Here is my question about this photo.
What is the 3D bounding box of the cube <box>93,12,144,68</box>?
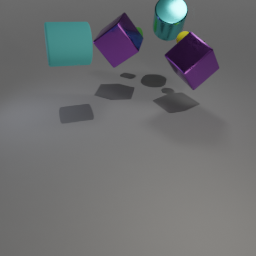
[{"bbox_3d":[-0.371,-3.705,11.844,1.400,1.400,1.400,-26,29,30],"label":"cube"}]

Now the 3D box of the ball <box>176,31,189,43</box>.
[{"bbox_3d":[2.411,-3.743,11.912,0.700,0.700,0.700,0,32,0],"label":"ball"}]

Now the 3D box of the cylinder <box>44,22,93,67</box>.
[{"bbox_3d":[-1.993,-2.786,9.321,1.400,1.400,1.400,-7,33,-16],"label":"cylinder"}]

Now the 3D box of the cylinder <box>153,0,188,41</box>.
[{"bbox_3d":[1.844,-4.860,12.484,1.400,1.400,1.400,0,-13,1],"label":"cylinder"}]

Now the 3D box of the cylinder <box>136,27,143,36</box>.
[{"bbox_3d":[0.274,-4.670,14.041,0.700,0.700,0.700,10,32,36],"label":"cylinder"}]

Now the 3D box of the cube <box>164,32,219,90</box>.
[{"bbox_3d":[2.603,-2.693,11.365,1.400,1.400,1.400,-41,57,8],"label":"cube"}]
